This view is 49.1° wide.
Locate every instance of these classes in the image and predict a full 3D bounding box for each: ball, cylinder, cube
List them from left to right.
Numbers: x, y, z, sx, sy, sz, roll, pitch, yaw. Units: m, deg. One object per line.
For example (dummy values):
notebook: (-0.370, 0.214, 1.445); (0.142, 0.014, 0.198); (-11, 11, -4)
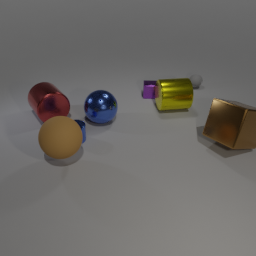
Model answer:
cylinder: (-3.357, -1.072, 11.868); (1.400, 1.400, 1.400); (-18, 36, -27)
ball: (-2.184, 0.309, 9.094); (1.400, 1.400, 1.400); (0, 31, 0)
cylinder: (-1.933, 0.155, 10.498); (0.700, 0.700, 0.700); (2, 37, -1)
ball: (-1.121, -0.874, 11.576); (1.400, 1.400, 1.400); (0, 31, 0)
cube: (1.116, -1.915, 13.932); (0.700, 0.700, 0.700); (1, 31, 2)
cylinder: (2.041, -1.515, 12.581); (1.400, 1.400, 1.400); (-4, 32, -7)
ball: (3.553, -2.499, 14.709); (0.700, 0.700, 0.700); (0, 31, 0)
cube: (3.766, -0.153, 9.894); (1.400, 1.400, 1.400); (2, 19, -36)
